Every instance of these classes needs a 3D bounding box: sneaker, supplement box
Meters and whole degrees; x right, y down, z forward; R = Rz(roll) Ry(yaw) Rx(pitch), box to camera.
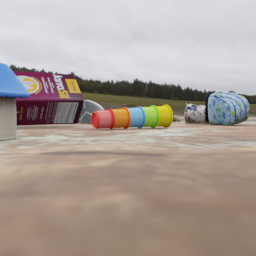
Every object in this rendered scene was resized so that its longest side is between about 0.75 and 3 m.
[{"bbox_3d":[-1.747,-0.639,11.592,2.604,0.916,1.043,2,0,44],"label":"sneaker"},{"bbox_3d":[-2.565,-0.840,7.961,2.291,0.981,1.264,-3,48,-29],"label":"supplement box"}]

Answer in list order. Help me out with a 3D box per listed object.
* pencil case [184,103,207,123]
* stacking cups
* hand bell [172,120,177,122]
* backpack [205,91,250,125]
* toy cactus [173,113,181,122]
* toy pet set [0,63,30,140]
[{"bbox_3d":[3.184,-0.583,11.155,1.849,0.827,0.719,1,2,11],"label":"pencil case"},{"bbox_3d":[0.106,-0.234,7.151,2.117,0.640,0.640,-5,5,-26],"label":"stacking cups"},{"bbox_3d":[1.867,-0.514,13.847,1.363,0.710,0.710,17,12,34],"label":"hand bell"},{"bbox_3d":[3.315,-0.609,9.440,1.174,1.246,1.527,-14,18,-40],"label":"backpack"},{"bbox_3d":[1.989,-0.506,13.113,0.981,0.608,1.189,26,16,15],"label":"toy cactus"},{"bbox_3d":[-2.263,-0.374,3.435,2.183,1.159,2.038,2,4,30],"label":"toy pet set"}]
